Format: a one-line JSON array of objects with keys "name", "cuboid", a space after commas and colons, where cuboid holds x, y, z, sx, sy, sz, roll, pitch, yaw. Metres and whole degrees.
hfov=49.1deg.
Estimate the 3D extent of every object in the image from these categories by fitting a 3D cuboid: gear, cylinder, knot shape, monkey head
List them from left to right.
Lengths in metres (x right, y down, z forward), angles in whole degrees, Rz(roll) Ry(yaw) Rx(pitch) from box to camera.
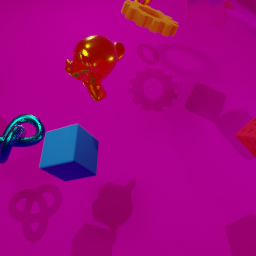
[{"name": "knot shape", "cuboid": [-2.588, 0.177, 6.506, 1.341, 0.662, 1.433, -34, 27, -28]}, {"name": "monkey head", "cuboid": [-0.607, -1.232, 5.716, 1.230, 1.031, 1.710, 60, 33, -8]}, {"name": "gear", "cuboid": [0.701, -3.477, 8.854, 1.821, 0.337, 1.821, 18, 32, -12]}, {"name": "cylinder", "cuboid": [3.387, -3.074, 7.152, 1.277, 1.277, 1.277, -24, 56, -16]}]

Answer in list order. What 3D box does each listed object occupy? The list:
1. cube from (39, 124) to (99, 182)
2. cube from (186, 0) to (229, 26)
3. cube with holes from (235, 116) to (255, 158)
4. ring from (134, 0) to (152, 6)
[{"name": "cube", "cuboid": [-1.132, 0.511, 5.552, 0.797, 0.797, 0.797, -14, 56, 23]}, {"name": "cube", "cuboid": [2.414, -3.735, 8.116, 1.115, 1.115, 1.115, 14, 45, 28]}, {"name": "cube with holes", "cuboid": [2.951, 0.196, 5.466, 0.978, 0.978, 0.978, -42, 91, 1]}, {"name": "ring", "cuboid": [0.604, -4.753, 10.032, 0.240, 1.200, 1.200, 21, 49, -30]}]
